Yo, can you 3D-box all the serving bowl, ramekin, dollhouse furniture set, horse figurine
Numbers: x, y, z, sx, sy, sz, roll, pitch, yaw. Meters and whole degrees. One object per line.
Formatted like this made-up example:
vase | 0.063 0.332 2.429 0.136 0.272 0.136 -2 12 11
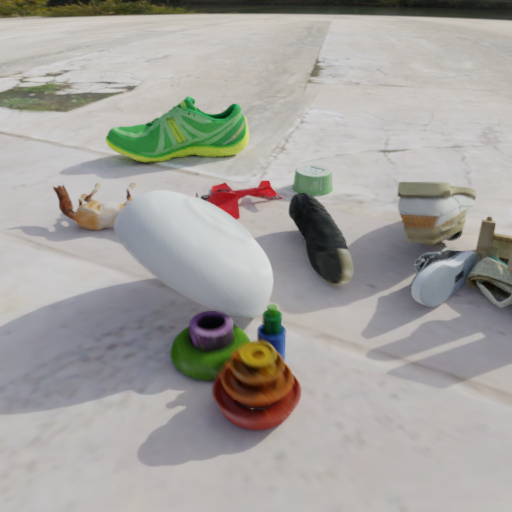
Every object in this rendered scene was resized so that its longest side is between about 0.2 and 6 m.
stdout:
serving bowl | -0.702 -0.199 7.749 2.422 0.797 2.422 32 15 -9
ramekin | 1.224 -1.646 12.053 0.882 0.431 0.882 0 29 0
dollhouse furniture set | 4.350 -0.546 8.456 1.716 1.470 1.805 12 12 20
horse figurine | -2.748 -0.907 10.533 2.145 0.535 1.422 0 37 -6

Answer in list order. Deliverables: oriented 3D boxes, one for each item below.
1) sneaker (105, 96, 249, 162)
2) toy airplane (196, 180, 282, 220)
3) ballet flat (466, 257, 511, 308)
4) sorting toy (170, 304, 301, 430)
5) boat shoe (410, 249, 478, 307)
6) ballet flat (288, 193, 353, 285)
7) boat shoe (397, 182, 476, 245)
sneaker | -1.934 -3.172 13.757 3.500 1.463 1.296 -8 31 -13
toy airplane | -0.344 -1.215 11.372 1.833 0.337 1.833 0 30 0
ballet flat | 3.789 0.631 7.926 0.590 0.638 1.892 -36 33 -8
sorting toy | -0.190 1.081 6.633 1.244 0.850 2.070 -17 33 -30
boat shoe | 2.692 0.236 8.414 0.611 0.661 1.789 18 31 39
ballet flat | 1.165 -0.368 9.313 0.704 0.824 2.479 10 31 -20
boat shoe | 3.115 -0.742 9.788 1.091 0.998 2.919 5 6 34
